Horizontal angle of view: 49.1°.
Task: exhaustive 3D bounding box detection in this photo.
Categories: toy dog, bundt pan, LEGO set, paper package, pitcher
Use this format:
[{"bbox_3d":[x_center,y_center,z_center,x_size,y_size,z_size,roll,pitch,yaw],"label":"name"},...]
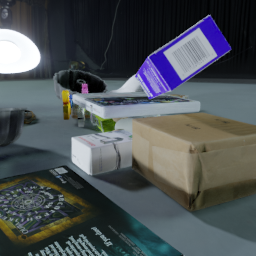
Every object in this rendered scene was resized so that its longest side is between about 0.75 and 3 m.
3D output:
[{"bbox_3d":[0.320,0.053,7.688,1.713,1.130,0.825,18,-16,34],"label":"toy dog"},{"bbox_3d":[-3.823,-0.009,6.942,2.587,0.971,2.587,-2,5,0],"label":"bundt pan"},{"bbox_3d":[-2.056,-1.059,10.622,0.918,0.988,2.408,-3,31,-3],"label":"LEGO set"},{"bbox_3d":[1.318,0.447,5.212,2.010,1.091,2.108,-6,13,-24],"label":"paper package"},{"bbox_3d":[-2.488,-1.948,14.489,2.819,1.058,2.819,12,32,-7],"label":"bundt pan"},{"bbox_3d":[0.434,-1.894,14.334,2.393,1.450,2.053,-24,1,12],"label":"pitcher"}]

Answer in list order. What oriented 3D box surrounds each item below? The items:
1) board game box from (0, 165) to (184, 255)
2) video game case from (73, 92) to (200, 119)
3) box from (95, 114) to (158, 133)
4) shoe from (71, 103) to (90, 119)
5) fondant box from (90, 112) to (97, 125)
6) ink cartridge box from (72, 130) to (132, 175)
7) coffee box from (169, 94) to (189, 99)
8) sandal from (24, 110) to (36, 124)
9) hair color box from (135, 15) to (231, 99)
[{"bbox_3d":[-1.094,1.219,3.307,1.992,0.415,2.945,-8,15,-33],"label":"board game box"},{"bbox_3d":[0.133,-0.740,8.173,2.884,0.337,2.622,-5,15,-26],"label":"video game case"},{"bbox_3d":[0.035,-0.393,9.514,2.111,0.503,1.287,-14,16,-12],"label":"box"},{"bbox_3d":[-1.073,-0.788,11.638,2.544,0.679,0.890,-3,13,-12],"label":"shoe"},{"bbox_3d":[-0.600,-0.473,10.717,1.638,0.477,1.182,-3,13,-11],"label":"fondant box"},{"bbox_3d":[-0.409,0.487,6.156,1.399,0.588,1.018,-8,15,-32],"label":"ink cartridge box"},{"bbox_3d":[2.074,-1.256,13.744,1.691,0.674,0.967,-11,16,-39],"label":"coffee box"},{"bbox_3d":[-3.943,-0.469,10.826,0.623,0.416,1.525,-1,13,-5],"label":"sandal"},{"bbox_3d":[1.016,-1.394,6.221,1.395,0.827,2.552,-35,3,-2],"label":"hair color box"}]
